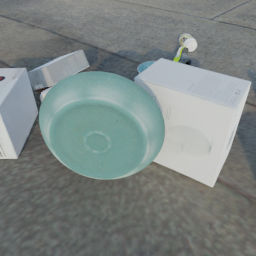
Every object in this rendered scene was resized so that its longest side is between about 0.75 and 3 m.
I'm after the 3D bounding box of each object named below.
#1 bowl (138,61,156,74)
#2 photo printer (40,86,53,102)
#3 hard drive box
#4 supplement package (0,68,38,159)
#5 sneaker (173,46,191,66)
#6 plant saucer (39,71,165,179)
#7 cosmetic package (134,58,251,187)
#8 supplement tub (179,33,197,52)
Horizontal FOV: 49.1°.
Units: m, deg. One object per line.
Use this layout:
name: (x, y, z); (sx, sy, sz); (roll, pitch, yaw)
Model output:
bowl: (1.080, -2.006, 11.072); (1.416, 0.741, 1.416); (0, 38, 0)
photo printer: (-2.006, -1.238, 10.175); (1.515, 0.632, 1.821); (22, 43, 29)
hard drive box: (-2.741, -2.292, 10.984); (1.496, 0.737, 1.920); (-2, 29, 44)
supplement package: (-4.333, -0.482, 8.295); (2.434, 1.790, 2.327); (-1, 38, 1)
sneaker: (2.475, -3.006, 12.496); (0.751, 0.686, 1.856); (19, 49, 12)
plant saucer: (-0.628, 0.195, 6.151); (2.874, 2.874, 0.517); (4, 34, 5)
cosmetic package: (1.516, -0.202, 7.386); (2.466, 2.458, 1.516); (21, 42, 23)
supplement tub: (2.993, -4.249, 13.949); (0.665, 0.665, 0.917); (-9, 39, -11)
